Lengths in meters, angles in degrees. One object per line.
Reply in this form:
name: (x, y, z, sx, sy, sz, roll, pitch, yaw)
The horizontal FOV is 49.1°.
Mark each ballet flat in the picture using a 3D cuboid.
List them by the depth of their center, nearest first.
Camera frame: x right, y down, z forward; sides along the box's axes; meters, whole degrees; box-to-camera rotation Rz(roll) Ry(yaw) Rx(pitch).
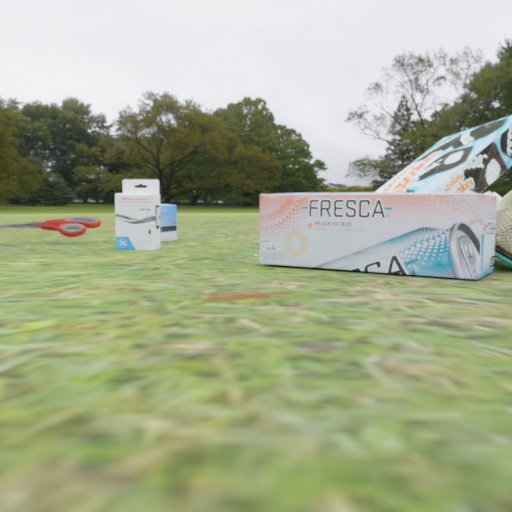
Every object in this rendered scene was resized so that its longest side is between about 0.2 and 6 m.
ballet flat: (3.308, -0.426, 7.780, 0.932, 1.035, 2.748, 27, 5, -2)

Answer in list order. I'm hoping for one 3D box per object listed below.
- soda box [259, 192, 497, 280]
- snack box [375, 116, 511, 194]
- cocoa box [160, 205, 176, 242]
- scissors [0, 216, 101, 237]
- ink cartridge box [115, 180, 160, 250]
soda box: (1.412, -0.304, 6.967, 2.824, 0.966, 0.898, 3, 6, 33)
snack box: (2.820, -1.137, 8.940, 3.131, 0.581, 1.819, -37, 12, -23)
cocoa box: (-2.363, -0.710, 12.146, 0.832, 0.818, 1.247, 2, 6, 20)
scissors: (-4.418, -0.658, 11.659, 2.393, 0.167, 0.875, 4, 29, 16)
ink cartridge box: (-2.137, -0.745, 10.109, 0.735, 1.268, 0.430, 1, 5, 6)
